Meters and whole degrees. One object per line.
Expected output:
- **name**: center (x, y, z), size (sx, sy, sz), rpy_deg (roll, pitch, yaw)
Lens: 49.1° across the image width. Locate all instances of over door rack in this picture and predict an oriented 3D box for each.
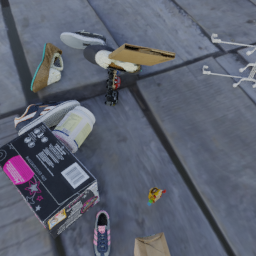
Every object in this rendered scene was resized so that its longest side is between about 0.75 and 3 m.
- **over door rack**: center (4.480, -2.721, 11.829), size (2.468, 1.823, 0.822), rpy_deg (18, 51, 12)

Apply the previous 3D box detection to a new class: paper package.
- **paper package**: center (0.680, 3.718, 7.383), size (0.798, 1.543, 1.470), rpy_deg (-11, 54, -8)

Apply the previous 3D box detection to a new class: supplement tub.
- **supplement tub**: center (-1.982, 0.043, 10.264), size (1.096, 1.096, 1.511), rpy_deg (23, 58, 16)

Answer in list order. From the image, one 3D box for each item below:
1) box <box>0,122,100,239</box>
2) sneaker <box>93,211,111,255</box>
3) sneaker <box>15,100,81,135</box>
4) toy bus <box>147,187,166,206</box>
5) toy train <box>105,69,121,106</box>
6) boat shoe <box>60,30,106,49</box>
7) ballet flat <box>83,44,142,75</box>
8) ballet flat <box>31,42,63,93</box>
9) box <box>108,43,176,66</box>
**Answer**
- **box**: center (-2.498, 1.570, 8.842), size (1.910, 1.659, 2.891), rpy_deg (-36, 63, -25)
- **sneaker**: center (-0.788, 3.203, 8.304), size (0.531, 0.621, 1.515), rpy_deg (-4, 55, -3)
- **sneaker**: center (-3.136, -0.573, 10.763), size (2.562, 1.005, 1.017), rpy_deg (-30, 65, -18)
- **toy bus**: center (0.860, 2.098, 9.007), size (0.370, 0.677, 0.717), rpy_deg (43, 106, 25)
- **toy train**: center (-0.610, -1.994, 12.117), size (0.600, 0.447, 2.619), rpy_deg (9, 54, -10)
- **boat shoe**: center (-2.144, -4.365, 13.585), size (2.177, 0.804, 0.743), rpy_deg (7, 58, 5)
- **ballet flat**: center (-0.575, -2.864, 11.887), size (2.653, 0.969, 0.969), rpy_deg (15, 52, -18)
- **ballet flat**: center (-3.452, -2.661, 12.437), size (1.055, 0.989, 2.917), rpy_deg (13, 49, -14)
- **box**: center (0.417, -2.663, 10.381), size (1.874, 2.293, 0.244), rpy_deg (5, 95, -17)
